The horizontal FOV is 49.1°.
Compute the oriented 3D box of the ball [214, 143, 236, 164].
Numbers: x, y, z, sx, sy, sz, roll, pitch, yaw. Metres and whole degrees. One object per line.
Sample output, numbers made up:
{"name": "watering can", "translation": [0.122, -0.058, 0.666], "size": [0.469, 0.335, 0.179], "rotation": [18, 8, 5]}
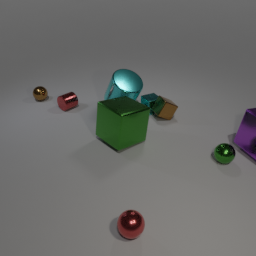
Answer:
{"name": "ball", "translation": [3.268, 0.857, 9.476], "size": [0.700, 0.700, 0.700], "rotation": [0, 32, 0]}

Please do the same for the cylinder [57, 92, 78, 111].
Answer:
{"name": "cylinder", "translation": [-2.755, -1.226, 12.794], "size": [0.700, 0.700, 0.700], "rotation": [26, 40, 35]}

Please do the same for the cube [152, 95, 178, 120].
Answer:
{"name": "cube", "translation": [1.572, -0.862, 11.999], "size": [0.700, 0.700, 0.700], "rotation": [17, 22, -31]}

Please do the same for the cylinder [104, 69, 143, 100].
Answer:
{"name": "cylinder", "translation": [-0.213, -1.636, 12.385], "size": [1.400, 1.400, 1.400], "rotation": [11, 53, -15]}

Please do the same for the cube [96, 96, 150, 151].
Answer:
{"name": "cube", "translation": [-0.215, -0.232, 10.391], "size": [1.400, 1.400, 1.400], "rotation": [-18, 35, -39]}

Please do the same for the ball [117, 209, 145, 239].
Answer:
{"name": "ball", "translation": [0.076, 2.409, 7.031], "size": [0.700, 0.700, 0.700], "rotation": [0, 32, 0]}

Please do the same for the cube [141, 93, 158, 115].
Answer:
{"name": "cube", "translation": [1.036, -1.077, 12.565], "size": [0.700, 0.700, 0.700], "rotation": [-16, 35, -23]}

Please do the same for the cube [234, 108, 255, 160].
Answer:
{"name": "cube", "translation": [4.824, 0.199, 9.638], "size": [1.400, 1.400, 1.400], "rotation": [-8, 36, -25]}

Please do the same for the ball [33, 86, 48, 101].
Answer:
{"name": "ball", "translation": [-4.231, -1.669, 13.509], "size": [0.700, 0.700, 0.700], "rotation": [0, 32, 0]}
